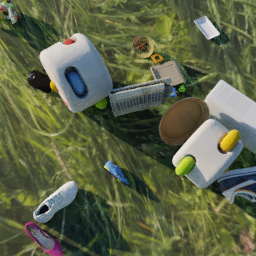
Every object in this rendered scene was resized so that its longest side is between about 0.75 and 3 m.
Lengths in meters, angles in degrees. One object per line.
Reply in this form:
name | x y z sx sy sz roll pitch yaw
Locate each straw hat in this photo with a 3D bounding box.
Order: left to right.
straw hat | 0.723 -3.641 12.420 1.003 1.003 0.424 26 31 10

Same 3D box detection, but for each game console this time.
game console | -3.432 -2.494 12.122 1.138 0.232 1.929 24 73 8

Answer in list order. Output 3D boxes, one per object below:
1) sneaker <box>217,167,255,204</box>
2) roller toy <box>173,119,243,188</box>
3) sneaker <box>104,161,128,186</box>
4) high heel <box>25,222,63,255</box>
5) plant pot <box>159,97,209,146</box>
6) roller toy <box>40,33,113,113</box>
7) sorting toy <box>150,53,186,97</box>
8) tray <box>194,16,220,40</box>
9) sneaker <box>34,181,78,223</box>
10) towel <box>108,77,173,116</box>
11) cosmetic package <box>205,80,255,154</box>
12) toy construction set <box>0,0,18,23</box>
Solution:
sneaker | 4.781 1.928 9.965 2.996 1.175 1.190 -14 65 6
roller toy | 2.823 0.912 9.766 1.651 2.155 2.363 42 98 13
sneaker | -0.361 1.667 10.469 1.151 0.380 0.451 39 70 14
high heel | -2.846 3.783 9.461 0.532 0.758 1.580 -43 75 -14
plant pot | 2.060 -0.266 10.478 2.109 2.109 0.290 -24 41 -9
roller toy | -2.043 -2.037 10.651 2.012 2.627 2.880 -31 72 -11
sorting toy | 1.688 -2.257 12.004 1.244 0.301 2.210 -16 70 -11
tray | 3.637 -4.616 12.969 0.653 0.135 1.217 -26 71 -10
sneaker | -2.533 2.617 9.925 0.652 0.743 1.853 41 73 16
towel | 0.498 -1.058 10.443 2.299 2.213 0.397 -14 72 -2
cosmetic package | 4.261 -0.372 10.656 2.874 1.458 1.024 39 73 13
toy construction set | -5.929 -5.404 12.909 1.743 0.803 1.143 7 45 -5
